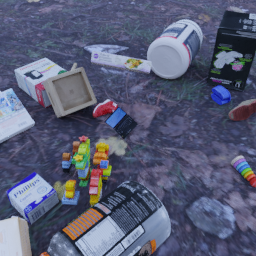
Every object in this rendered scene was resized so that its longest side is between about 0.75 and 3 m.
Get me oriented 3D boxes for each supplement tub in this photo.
[{"bbox_3d":[2.264,-3.733,13.102,1.951,1.951,2.780,19,46,20],"label":"supplement tub"},{"bbox_3d":[-0.508,2.607,6.335,2.798,1.714,1.714,-32,51,-29],"label":"supplement tub"}]

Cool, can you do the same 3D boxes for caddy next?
[{"bbox_3d":[3.839,-1.362,11.520,0.463,0.623,0.882,-24,48,-15],"label":"caddy"}]

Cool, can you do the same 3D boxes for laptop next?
[{"bbox_3d":[-0.228,-0.174,9.594,0.730,0.425,0.823,-47,70,6],"label":"laptop"}]

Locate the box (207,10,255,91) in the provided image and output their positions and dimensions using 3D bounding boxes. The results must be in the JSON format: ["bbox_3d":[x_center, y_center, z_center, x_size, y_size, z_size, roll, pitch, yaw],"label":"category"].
[{"bbox_3d":[4.592,-3.327,12.115,1.668,2.684,1.993,15,44,16],"label":"box"}]

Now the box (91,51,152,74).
[{"bbox_3d":[-0.229,-2.328,9.959,2.126,0.411,0.441,10,3,-2],"label":"box"}]

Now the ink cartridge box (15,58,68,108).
[{"bbox_3d":[-3.532,-1.994,11.974,1.608,0.914,2.206,-34,52,-31],"label":"ink cartridge box"}]

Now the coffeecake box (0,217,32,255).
[{"bbox_3d":[-3.389,3.250,5.638,2.744,1.002,2.106,-12,67,-13],"label":"coffeecake box"}]

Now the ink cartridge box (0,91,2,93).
[{"bbox_3d":[-5.666,-0.620,10.611,2.142,0.721,1.254,-33,52,-31],"label":"ink cartridge box"}]

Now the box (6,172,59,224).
[{"bbox_3d":[-2.691,1.952,7.921,1.065,0.559,0.979,30,49,30],"label":"box"}]

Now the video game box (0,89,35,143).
[{"bbox_3d":[-4.571,-0.376,10.047,1.770,0.414,1.612,-32,85,-31],"label":"video game box"}]

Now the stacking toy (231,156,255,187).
[{"bbox_3d":[3.705,1.378,8.705,0.446,0.446,1.045,-17,51,-18],"label":"stacking toy"}]

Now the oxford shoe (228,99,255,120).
[{"bbox_3d":[4.521,-0.715,10.991,1.618,0.570,0.605,-19,19,-18],"label":"oxford shoe"}]

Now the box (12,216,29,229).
[{"bbox_3d":[-2.952,2.729,7.161,0.392,0.435,0.774,12,44,13],"label":"box"}]

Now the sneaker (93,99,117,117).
[{"bbox_3d":[-0.820,-0.710,10.938,0.658,0.446,1.139,23,48,25],"label":"sneaker"}]

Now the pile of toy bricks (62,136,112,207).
[{"bbox_3d":[-1.249,0.916,8.120,1.513,1.346,2.728,3,29,2],"label":"pile of toy bricks"}]

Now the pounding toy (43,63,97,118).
[{"bbox_3d":[-2.264,-1.568,10.877,1.707,1.855,1.319,-25,8,-25],"label":"pounding toy"}]
